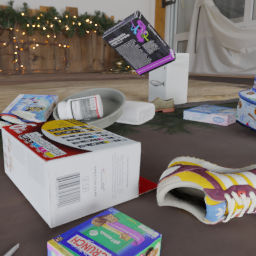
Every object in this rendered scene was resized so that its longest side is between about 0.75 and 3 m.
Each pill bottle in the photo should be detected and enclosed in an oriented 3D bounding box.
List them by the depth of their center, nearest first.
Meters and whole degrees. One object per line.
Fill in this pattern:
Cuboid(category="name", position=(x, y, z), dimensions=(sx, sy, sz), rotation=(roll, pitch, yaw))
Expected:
Cuboid(category="pill bottle", position=(-1.737, -0.698, 10.371), dimensions=(1.527, 0.870, 0.870), rotation=(-9, 14, 2))

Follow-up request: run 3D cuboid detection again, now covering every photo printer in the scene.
Cuboid(category="photo printer", position=(-0.142, -0.718, 11.904), dimensions=(2.125, 0.738, 1.768), rotation=(8, 17, 28))

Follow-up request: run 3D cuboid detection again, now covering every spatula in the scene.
Cuboid(category="spatula", position=(-3.451, -0.118, 9.809), dimensions=(2.523, 0.203, 1.755), rotation=(17, 18, 19))

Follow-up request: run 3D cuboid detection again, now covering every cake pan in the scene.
Cuboid(category="cake pan", position=(-1.422, -0.703, 10.717), dimensions=(2.792, 0.512, 2.792), rotation=(-8, 33, 5))

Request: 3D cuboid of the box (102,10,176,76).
Cuboid(category="box", position=(0.400, -2.750, 9.410), dimensions=(1.522, 0.384, 2.129), rotation=(-17, -40, 38))

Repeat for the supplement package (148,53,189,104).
Cuboid(category="supplement package", position=(2.296, -2.843, 16.023), dimensions=(1.647, 2.808, 1.642), rotation=(-9, 17, -32))

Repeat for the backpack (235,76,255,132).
Cuboid(category="backpack", position=(5.230, -0.765, 9.760), dimensions=(2.648, 2.142, 2.780), rotation=(-18, 23, -22))

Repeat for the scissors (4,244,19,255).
Cuboid(category="scissors", position=(-1.769, 1.812, 3.330), dimensions=(0.496, 0.095, 1.357), rotation=(-2, 16, 0))

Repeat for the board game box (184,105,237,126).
Cuboid(category="board game box", position=(3.741, -0.598, 12.077), dimensions=(1.948, 0.423, 1.939), rotation=(12, 20, 40))

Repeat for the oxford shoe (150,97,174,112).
Cuboid(category="oxford shoe", position=(1.305, -1.158, 13.667), dimensions=(1.936, 0.724, 0.682), rotation=(-2, 14, -8))

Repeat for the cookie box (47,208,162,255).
Cuboid(category="cookie box", position=(-0.289, 1.574, 3.586), dimensions=(0.965, 0.424, 1.128), rotation=(15, 21, 41))

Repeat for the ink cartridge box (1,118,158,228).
Cuboid(category="ink cartridge box", position=(-1.049, 0.602, 5.916), dimensions=(2.407, 1.150, 2.742), rotation=(-9, 17, -37))

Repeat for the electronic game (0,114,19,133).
Cuboid(category="electronic game", position=(-5.338, -0.198, 10.342), dimensions=(2.470, 0.514, 2.470), rotation=(0, 14, 0))

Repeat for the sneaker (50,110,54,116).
Cuboid(category="sneaker", position=(-3.602, -0.871, 13.137), dimensions=(0.528, 0.444, 1.347), rotation=(-8, 16, -41))

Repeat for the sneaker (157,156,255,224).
Cuboid(category="sneaker", position=(1.742, 1.149, 4.574), dimensions=(2.560, 0.959, 1.154), rotation=(1, 23, 25))

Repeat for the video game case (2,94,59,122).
Cuboid(category="video game case", position=(-4.206, -0.906, 12.246), dimensions=(1.870, 0.425, 1.695), rotation=(2, 35, 8))
